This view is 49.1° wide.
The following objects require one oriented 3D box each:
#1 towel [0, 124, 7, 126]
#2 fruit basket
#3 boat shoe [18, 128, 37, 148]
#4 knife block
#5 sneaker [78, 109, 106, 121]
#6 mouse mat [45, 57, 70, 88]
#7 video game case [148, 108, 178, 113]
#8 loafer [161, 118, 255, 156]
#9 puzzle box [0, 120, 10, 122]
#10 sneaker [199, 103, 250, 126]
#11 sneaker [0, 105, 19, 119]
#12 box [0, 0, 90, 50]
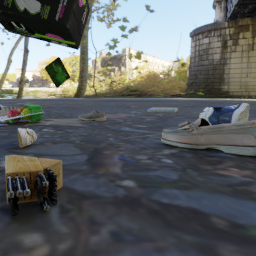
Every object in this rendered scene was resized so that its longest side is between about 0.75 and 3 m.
[{"bbox_3d":[-5.559,-0.118,11.644,0.857,0.102,0.621,5,7,21],"label":"towel"},{"bbox_3d":[-4.909,-0.541,12.846,1.846,0.865,1.710,-22,17,-27],"label":"fruit basket"},{"bbox_3d":[-2.734,0.220,7.627,0.483,0.493,1.393,-3,7,-20],"label":"boat shoe"},{"bbox_3d":[-1.520,0.755,3.871,1.390,0.445,1.220,4,7,21],"label":"knife block"},{"bbox_3d":[-1.729,-0.641,13.615,1.359,0.557,0.508,1,8,4],"label":"sneaker"},{"bbox_3d":[-3.442,-2.726,13.775,0.047,1.254,1.009,18,55,40],"label":"mouse mat"},{"bbox_3d":[2.417,-1.242,19.205,1.826,0.221,2.006,2,8,15],"label":"video game case"},{"bbox_3d":[2.111,0.097,7.132,2.738,0.861,0.984,6,10,38],"label":"loafer"},{"bbox_3d":[-5.958,-0.358,13.219,0.848,0.108,0.564,3,8,18],"label":"puzzle box"},{"bbox_3d":[3.920,-0.574,11.580,1.753,0.965,2.394,10,17,33],"label":"sneaker"},{"bbox_3d":[-6.449,-0.783,13.820,1.148,0.803,1.987,-3,-9,32],"label":"sneaker"},{"bbox_3d":[-2.381,-3.330,7.759,2.259,1.404,1.678,15,-5,1],"label":"box"}]
